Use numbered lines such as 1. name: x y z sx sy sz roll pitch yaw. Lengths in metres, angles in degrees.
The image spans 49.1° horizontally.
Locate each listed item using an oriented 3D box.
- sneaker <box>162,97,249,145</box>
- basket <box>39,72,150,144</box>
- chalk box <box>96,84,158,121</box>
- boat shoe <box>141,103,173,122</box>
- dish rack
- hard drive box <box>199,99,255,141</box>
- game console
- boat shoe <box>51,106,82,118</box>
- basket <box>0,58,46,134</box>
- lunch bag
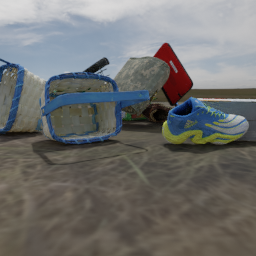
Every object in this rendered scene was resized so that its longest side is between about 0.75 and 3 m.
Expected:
1. sneaker: 1.825 -0.174 6.414 2.062 1.083 0.781 -9 48 -3
2. basket: -1.029 -0.506 6.758 2.213 1.745 2.509 -6 0 -38
3. chalk box: 0.027 -1.274 13.567 2.816 1.744 1.752 6 8 37
4. boat shoe: 1.271 -0.631 12.134 0.820 0.822 2.279 -4 14 -39
5. dish rack: -0.891 -1.278 9.344 0.485 1.778 1.363 -31 9 -41
6. hard drive box: 2.980 -0.325 8.277 2.109 1.039 2.706 2 7 15
7. game console: 2.037 -2.178 12.387 1.434 2.416 2.082 -7 -28 -39
8. boat shoe: -3.191 -0.898 13.843 0.965 0.888 2.701 -6 9 -42
9. basket: -3.779 -0.888 8.340 1.824 2.312 2.622 7 -9 40
10. lunch bag: 0.399 -1.596 10.719 1.461 2.039 2.486 41 -6 -25
